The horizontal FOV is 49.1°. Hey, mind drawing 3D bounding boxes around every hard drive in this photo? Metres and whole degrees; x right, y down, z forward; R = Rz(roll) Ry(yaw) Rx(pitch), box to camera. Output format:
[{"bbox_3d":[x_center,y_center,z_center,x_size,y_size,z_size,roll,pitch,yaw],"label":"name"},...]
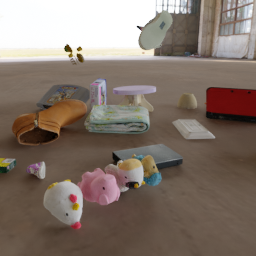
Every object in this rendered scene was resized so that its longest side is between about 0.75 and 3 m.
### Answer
[{"bbox_3d":[0.554,0.903,8.372,1.757,0.289,1.226,-8,19,-23],"label":"hard drive"}]

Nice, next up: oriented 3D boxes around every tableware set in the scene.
[{"bbox_3d":[-2.466,-3.495,13.006,0.245,1.075,1.595,-40,24,-22],"label":"tableware set"}]

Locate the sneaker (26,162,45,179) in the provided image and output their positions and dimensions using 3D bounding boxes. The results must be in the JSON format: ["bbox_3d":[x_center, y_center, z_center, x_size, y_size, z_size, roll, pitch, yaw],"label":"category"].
[{"bbox_3d":[-2.501,1.188,7.564,0.479,0.304,0.840,-10,12,-12],"label":"sneaker"}]

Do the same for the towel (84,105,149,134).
[{"bbox_3d":[-0.394,-0.452,11.774,2.561,0.617,2.192,2,23,2],"label":"towel"}]

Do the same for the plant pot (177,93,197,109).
[{"bbox_3d":[3.230,-1.517,15.228,1.075,0.722,1.075,-1,18,0],"label":"plant pot"}]

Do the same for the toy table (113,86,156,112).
[{"bbox_3d":[0.333,-1.399,14.005,2.122,1.243,1.951,0,18,3],"label":"toy table"}]

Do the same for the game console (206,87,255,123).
[{"bbox_3d":[5.023,-1.168,12.667,2.726,1.618,2.349,8,20,22],"label":"game console"}]

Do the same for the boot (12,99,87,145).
[{"bbox_3d":[-2.753,-0.159,10.506,2.990,1.102,2.313,-18,22,-17],"label":"boot"}]

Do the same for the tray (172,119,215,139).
[{"bbox_3d":[2.597,-0.019,11.347,1.163,0.240,2.165,-1,18,-5],"label":"tray"}]

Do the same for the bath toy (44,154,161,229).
[{"bbox_3d":[-0.478,1.315,6.124,2.656,1.155,0.982,-16,59,-40],"label":"bath toy"}]

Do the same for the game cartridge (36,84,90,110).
[{"bbox_3d":[-3.310,-1.575,14.597,2.631,0.546,1.752,9,54,28],"label":"game cartridge"}]

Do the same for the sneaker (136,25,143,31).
[{"bbox_3d":[0.744,-4.341,12.241,0.893,0.366,0.313,39,21,20],"label":"sneaker"}]

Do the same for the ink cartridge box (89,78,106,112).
[{"bbox_3d":[-1.449,-1.577,14.018,0.544,1.547,2.592,2,18,1],"label":"ink cartridge box"}]

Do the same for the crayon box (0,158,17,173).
[{"bbox_3d":[-3.720,1.059,8.005,0.849,0.216,0.539,3,18,7],"label":"crayon box"}]

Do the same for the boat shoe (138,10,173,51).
[{"bbox_3d":[0.985,-3.888,11.505,0.911,0.892,2.557,-19,30,50],"label":"boat shoe"}]
